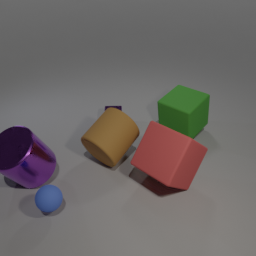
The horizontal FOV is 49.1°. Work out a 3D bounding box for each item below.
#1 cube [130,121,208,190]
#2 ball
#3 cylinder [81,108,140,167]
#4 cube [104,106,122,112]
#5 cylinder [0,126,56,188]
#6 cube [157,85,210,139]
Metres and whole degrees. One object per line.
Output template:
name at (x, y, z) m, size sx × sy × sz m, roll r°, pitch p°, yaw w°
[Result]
cube at (1.210, 0.814, 8.150) m, size 1.400 × 1.400 × 1.400 m, roll 27°, pitch 1°, yaw 37°
ball at (-2.056, 1.828, 7.277) m, size 0.700 × 0.700 × 0.700 m, roll 0°, pitch 31°, yaw 0°
cylinder at (-0.568, 0.295, 9.127) m, size 1.400 × 1.400 × 1.400 m, roll 24°, pitch 63°, yaw 34°
cube at (-0.594, -0.448, 11.435) m, size 0.700 × 0.700 × 0.700 m, roll -1°, pitch 31°, yaw -2°
cylinder at (-3.031, 0.868, 8.158) m, size 1.400 × 1.400 × 1.400 m, roll -8°, pitch 57°, yaw 12°
cube at (2.109, -0.577, 10.646) m, size 1.400 × 1.400 × 1.400 m, roll 26°, pitch 51°, yaw 35°
